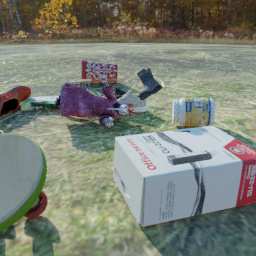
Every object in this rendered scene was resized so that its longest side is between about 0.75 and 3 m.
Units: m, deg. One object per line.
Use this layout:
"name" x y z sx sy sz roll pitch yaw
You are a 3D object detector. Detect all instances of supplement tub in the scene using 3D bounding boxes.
"supplement tub" 2.391 -0.584 10.317 1.451 1.050 1.050 2 21 6

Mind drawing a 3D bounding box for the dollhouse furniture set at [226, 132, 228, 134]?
"dollhouse furniture set" 2.280 0.503 8.119 1.091 0.865 0.775 4 6 17

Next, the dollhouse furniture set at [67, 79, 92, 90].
"dollhouse furniture set" -2.031 -1.572 12.844 1.060 1.066 1.513 -10 22 -24

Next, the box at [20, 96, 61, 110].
"box" -3.795 -1.142 12.722 1.759 0.320 1.270 -3 21 1

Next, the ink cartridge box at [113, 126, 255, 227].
"ink cartridge box" 1.228 0.909 6.315 2.761 1.156 1.992 -7 22 -17

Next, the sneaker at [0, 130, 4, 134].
"sneaker" -4.182 0.390 8.381 1.683 0.660 0.668 16 30 10

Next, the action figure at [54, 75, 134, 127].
"action figure" -1.249 -0.724 10.849 2.992 2.004 2.228 11 -24 -6

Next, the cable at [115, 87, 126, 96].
"cable" -0.235 -1.773 14.085 0.908 0.283 1.113 14 14 -10

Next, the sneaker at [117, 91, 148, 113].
"sneaker" -0.156 -1.126 11.898 2.010 0.925 0.761 -6 21 -14

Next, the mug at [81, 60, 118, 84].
"mug" -1.804 -3.494 17.393 2.170 1.448 1.926 0 23 -9

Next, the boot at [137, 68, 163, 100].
"boot" 0.500 -1.341 8.443 0.432 0.814 1.237 -35 -1 34

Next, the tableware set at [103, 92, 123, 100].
"tableware set" -0.776 -1.474 13.517 1.305 0.396 1.975 4 22 10

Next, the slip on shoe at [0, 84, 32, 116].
"slip on shoe" -5.017 -1.142 12.056 0.906 1.097 2.962 28 23 3

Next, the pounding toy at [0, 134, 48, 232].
"pounding toy" -2.583 1.487 5.262 2.096 1.260 2.716 23 57 30
